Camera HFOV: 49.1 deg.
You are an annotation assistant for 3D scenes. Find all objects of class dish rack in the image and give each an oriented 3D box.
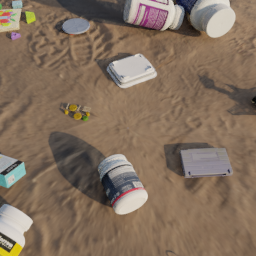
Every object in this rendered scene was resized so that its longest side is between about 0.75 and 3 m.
[{"bbox_3d":[0.123,-1.938,9.113,1.405,0.306,1.206,-22,55,-17],"label":"dish rack"}]

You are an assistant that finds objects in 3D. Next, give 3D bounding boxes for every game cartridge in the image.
[{"bbox_3d":[1.931,0.859,7.010,1.182,0.227,0.766,-2,48,-2],"label":"game cartridge"}]

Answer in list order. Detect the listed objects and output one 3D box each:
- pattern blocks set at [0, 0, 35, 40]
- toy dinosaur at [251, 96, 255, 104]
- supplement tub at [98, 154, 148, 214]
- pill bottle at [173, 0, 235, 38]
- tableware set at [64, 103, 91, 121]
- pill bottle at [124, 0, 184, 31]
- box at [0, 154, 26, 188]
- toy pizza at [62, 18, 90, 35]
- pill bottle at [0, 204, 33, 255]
[{"bbox_3d":[-4.812,-4.202,10.911,2.316,0.214,2.635,-18,54,-14],"label":"pattern blocks set"},{"bbox_3d":[4.120,-0.689,7.942,0.991,0.746,1.460,45,42,11],"label":"toy dinosaur"},{"bbox_3d":[-0.143,1.255,6.308,0.809,0.809,1.153,-20,55,-15],"label":"supplement tub"},{"bbox_3d":[2.787,-4.543,10.373,1.466,1.466,2.641,-14,53,-11],"label":"pill bottle"},{"bbox_3d":[-1.462,-0.435,8.072,0.759,0.117,0.511,11,56,7],"label":"tableware set"},{"bbox_3d":[0.943,-4.207,10.179,2.030,1.140,1.140,8,51,-16],"label":"pill bottle"},{"bbox_3d":[-3.213,0.911,6.643,1.460,0.359,0.601,14,31,21],"label":"box"},{"bbox_3d":[-1.969,-3.836,10.658,1.052,0.167,1.052,0,51,0],"label":"toy pizza"},{"bbox_3d":[-2.617,2.370,5.360,0.935,0.935,1.663,19,55,14],"label":"pill bottle"}]
